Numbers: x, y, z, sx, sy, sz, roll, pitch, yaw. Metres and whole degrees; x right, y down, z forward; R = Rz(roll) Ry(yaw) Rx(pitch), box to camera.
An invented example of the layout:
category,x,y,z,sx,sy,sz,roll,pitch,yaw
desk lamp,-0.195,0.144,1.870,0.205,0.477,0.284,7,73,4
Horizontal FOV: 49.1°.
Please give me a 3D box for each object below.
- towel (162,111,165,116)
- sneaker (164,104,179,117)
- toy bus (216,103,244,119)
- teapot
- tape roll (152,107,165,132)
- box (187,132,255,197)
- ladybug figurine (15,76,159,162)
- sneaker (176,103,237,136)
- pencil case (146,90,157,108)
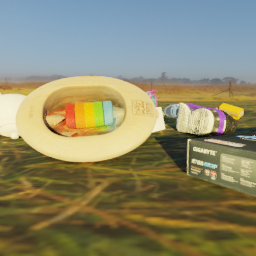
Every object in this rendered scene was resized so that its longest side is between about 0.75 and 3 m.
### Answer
category,x,y,z,sx,sy,sz,roll,pitch,yaw
towel,1.055,-0.679,13.685,1.492,0.272,1.107,4,9,23
sneaker,2.445,-0.766,12.903,1.759,0.650,0.723,3,9,29
toy bus,4.470,-0.750,12.426,0.397,0.477,1.219,-37,39,-23
teapot,-2.854,-0.175,6.955,1.297,0.947,1.280,-25,-28,30
tape roll,0.086,-0.089,6.417,1.482,0.518,1.482,-10,1,0
box,2.098,0.437,3.251,1.768,0.512,2.224,-5,8,-33
ladybug figurine,-0.633,-0.105,4.742,2.320,1.575,0.835,-1,-29,-5
sneaker,2.158,-0.183,7.776,1.170,0.818,2.353,4,10,-12
pencil case,-0.071,-1.124,13.037,2.823,1.304,1.201,5,1,24
